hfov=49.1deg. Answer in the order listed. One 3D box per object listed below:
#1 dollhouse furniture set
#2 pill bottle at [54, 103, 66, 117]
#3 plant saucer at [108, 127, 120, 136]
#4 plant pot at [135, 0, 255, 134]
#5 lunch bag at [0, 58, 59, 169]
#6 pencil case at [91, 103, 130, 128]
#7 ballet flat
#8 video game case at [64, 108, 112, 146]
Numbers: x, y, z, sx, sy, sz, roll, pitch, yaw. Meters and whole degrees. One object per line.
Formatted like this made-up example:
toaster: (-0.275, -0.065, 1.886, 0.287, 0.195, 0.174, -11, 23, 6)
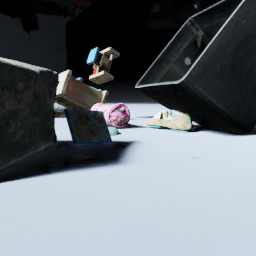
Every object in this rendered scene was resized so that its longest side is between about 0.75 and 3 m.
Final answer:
dollhouse furniture set: (-1.809, -1.951, 10.695, 1.794, 2.546, 1.784, 26, -19, -35)
pill bottle: (-2.368, -1.155, 12.361, 2.354, 1.346, 1.346, -2, 7, -15)
plant saucer: (-0.592, 0.070, 6.713, 0.812, 0.146, 0.812, 0, 7, 0)
plant pot: (2.197, -1.309, 7.040, 2.352, 2.645, 2.652, 41, -8, -19)
lunch bag: (-2.487, -0.267, 3.756, 2.500, 1.470, 2.051, 5, 7, 6)
pencil case: (-0.557, -0.396, 8.364, 0.716, 0.748, 1.729, 30, -7, -24)
ballet flat: (1.117, -0.225, 7.594, 0.581, 0.538, 1.648, -5, 8, -38)
video game case: (-0.654, -0.021, 4.748, 0.078, 0.623, 0.871, -28, -17, 33)
